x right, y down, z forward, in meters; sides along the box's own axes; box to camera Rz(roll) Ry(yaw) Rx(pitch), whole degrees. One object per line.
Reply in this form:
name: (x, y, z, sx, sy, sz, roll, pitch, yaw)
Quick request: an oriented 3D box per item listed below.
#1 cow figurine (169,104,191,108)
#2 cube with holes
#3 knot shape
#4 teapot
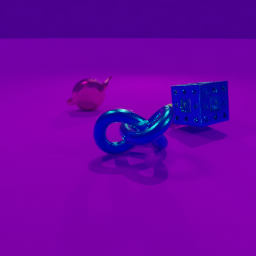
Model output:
cow figurine: (1.421, -0.674, 7.931, 1.116, 1.134, 0.622, 20, -19, -37)
cube with holes: (1.809, -0.630, 7.059, 0.989, 0.989, 0.989, -12, 11, -31)
knot shape: (0.088, 0.065, 5.587, 1.561, 0.771, 1.668, -5, -13, -8)
teapot: (-1.210, -1.147, 8.899, 1.688, 1.049, 0.826, -27, 34, 4)
